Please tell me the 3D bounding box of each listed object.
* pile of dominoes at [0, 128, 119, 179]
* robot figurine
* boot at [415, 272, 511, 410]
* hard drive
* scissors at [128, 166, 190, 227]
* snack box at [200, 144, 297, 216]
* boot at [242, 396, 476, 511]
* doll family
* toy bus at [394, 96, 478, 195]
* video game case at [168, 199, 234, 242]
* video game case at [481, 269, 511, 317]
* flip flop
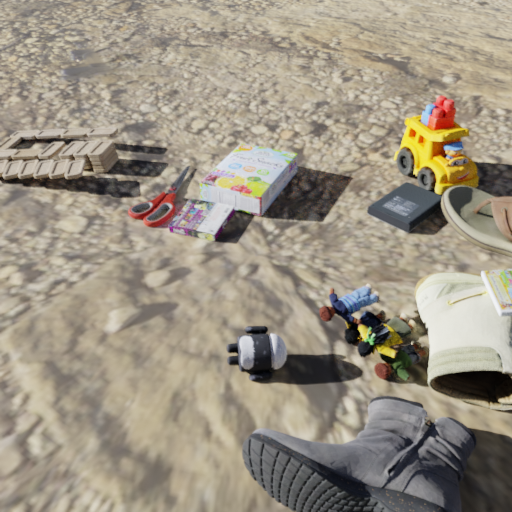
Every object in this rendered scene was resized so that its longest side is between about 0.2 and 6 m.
[{"bbox_3d":[-4.376,-2.032,11.837,2.810,0.447,2.190,1,37,15],"label":"pile of dominoes"},{"bbox_3d":[0.007,1.260,7.270,0.776,0.583,0.484,-4,21,-4],"label":"robot figurine"},{"bbox_3d":[3.389,1.047,7.200,2.484,0.895,1.921,1,36,10],"label":"boot"},{"bbox_3d":[2.783,-0.928,10.332,0.890,0.210,1.276,31,47,34],"label":"hard drive"},{"bbox_3d":[-1.587,-1.172,10.750,0.794,0.151,2.172,16,39,23],"label":"scissors"},{"bbox_3d":[-0.112,-1.529,10.893,1.287,0.479,1.809,16,40,20],"label":"snack box"},{"bbox_3d":[1.119,2.105,6.043,2.314,0.808,1.523,22,38,10],"label":"boot"},{"bbox_3d":[1.523,0.996,7.554,0.927,0.629,1.603,-23,38,-22],"label":"doll family"},{"bbox_3d":[3.605,-2.188,10.875,1.121,1.585,1.651,-12,40,-17],"label":"toy bus"},{"bbox_3d":[-0.959,-0.658,10.010,0.881,0.174,0.972,12,39,15],"label":"video game case"},{"bbox_3d":[3.406,0.449,7.172,0.791,0.099,0.869,-4,34,7],"label":"video game case"},{"bbox_3d":[4.422,-0.428,9.107,1.269,0.901,3.130,-19,41,-23],"label":"flip flop"}]
